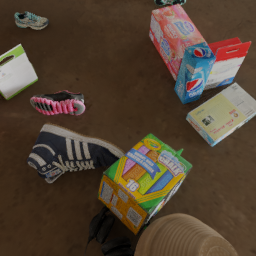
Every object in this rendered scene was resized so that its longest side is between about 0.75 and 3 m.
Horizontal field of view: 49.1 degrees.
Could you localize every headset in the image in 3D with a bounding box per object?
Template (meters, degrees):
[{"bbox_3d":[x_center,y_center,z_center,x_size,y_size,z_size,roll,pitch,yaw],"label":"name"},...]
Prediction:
[{"bbox_3d":[-0.507,2.869,7.108,2.327,1.093,1.437,-26,60,-30],"label":"headset"}]

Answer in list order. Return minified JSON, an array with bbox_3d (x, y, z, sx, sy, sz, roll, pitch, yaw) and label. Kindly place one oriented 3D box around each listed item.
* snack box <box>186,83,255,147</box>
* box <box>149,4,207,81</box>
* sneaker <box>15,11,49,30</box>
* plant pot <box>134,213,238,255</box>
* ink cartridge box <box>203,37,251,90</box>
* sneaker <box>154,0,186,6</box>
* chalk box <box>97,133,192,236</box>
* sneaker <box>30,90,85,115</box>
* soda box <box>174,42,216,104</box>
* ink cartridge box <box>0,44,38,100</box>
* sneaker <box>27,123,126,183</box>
[{"bbox_3d":[3.075,-0.469,8.959,2.120,0.393,1.231,-32,66,-16],"label":"snack box"},{"bbox_3d":[1.742,-3.041,9.866,1.123,1.218,2.373,-19,63,-10],"label":"box"},{"bbox_3d":[-3.748,-4.184,10.834,1.314,0.567,0.510,1,62,1],"label":"sneaker"},{"bbox_3d":[1.549,3.072,5.932,2.687,1.240,2.687,20,51,-26],"label":"plant pot"},{"bbox_3d":[2.958,-2.136,8.948,1.146,1.973,0.664,-15,63,-8],"label":"ink cartridge box"},{"bbox_3d":[1.752,-5.526,11.588,1.275,0.496,0.892,5,63,2],"label":"sneaker"},{"bbox_3d":[0.568,1.258,7.308,1.450,1.460,2.339,38,52,18],"label":"chalk box"},{"bbox_3d":[-2.247,-0.907,9.126,1.755,0.693,0.837,5,50,-3],"label":"sneaker"},{"bbox_3d":[2.009,-1.624,8.645,0.652,2.031,0.689,-19,64,-10],"label":"soda box"},{"bbox_3d":[-3.803,-1.903,8.956,1.288,1.742,0.660,-40,69,-19],"label":"ink cartridge box"},{"bbox_3d":[-1.481,0.955,7.871,2.797,0.980,1.518,17,61,14],"label":"sneaker"}]
